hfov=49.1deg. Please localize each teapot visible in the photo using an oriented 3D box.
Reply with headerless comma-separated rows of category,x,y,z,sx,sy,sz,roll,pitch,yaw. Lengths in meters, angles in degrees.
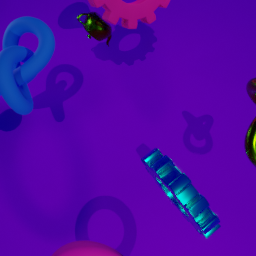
teapot,-0.856,-2.737,7.767,0.655,1.337,0.831,-45,47,19

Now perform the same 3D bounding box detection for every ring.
ring,-0.558,2.463,4.369,1.587,1.587,0.317,15,20,8

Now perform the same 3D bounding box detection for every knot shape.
knot shape,-2.245,-1.382,5.903,0.951,2.058,1.926,19,97,-28
knot shape,2.158,-0.115,4.101,0.637,1.380,1.291,-3,14,38

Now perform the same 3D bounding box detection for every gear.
gear,0.065,-3.255,6.037,2.054,2.054,0.380,-26,35,-14
gear,0.822,1.037,4.577,0.293,1.583,1.583,-38,67,-6
